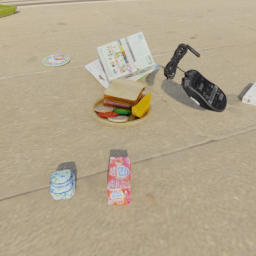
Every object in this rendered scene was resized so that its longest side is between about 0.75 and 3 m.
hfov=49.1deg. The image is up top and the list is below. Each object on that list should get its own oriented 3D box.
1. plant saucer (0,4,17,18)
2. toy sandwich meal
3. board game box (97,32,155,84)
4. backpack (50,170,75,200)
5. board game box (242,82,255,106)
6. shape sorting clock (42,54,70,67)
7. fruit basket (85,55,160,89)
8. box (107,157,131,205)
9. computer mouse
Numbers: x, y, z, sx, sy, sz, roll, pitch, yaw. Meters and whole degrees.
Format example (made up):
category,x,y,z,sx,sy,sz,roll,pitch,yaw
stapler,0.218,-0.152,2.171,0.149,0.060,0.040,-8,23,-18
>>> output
category,x,y,z,sx,sy,sz,roll,pitch,yaw
plant saucer,-12.244,-10.716,25.803,2.995,0.718,3.000,16,38,22
toy sandwich meal,-0.225,-1.058,11.201,2.778,0.951,2.778,2,31,-1
board game box,-0.119,-3.135,12.605,2.178,1.607,0.700,-21,-2,-7
backpack,-1.836,1.565,7.777,0.708,0.568,0.774,-8,39,-5
board game box,6.009,-1.480,12.484,1.194,0.327,1.892,23,40,30
shape sorting clock,-4.146,-3.926,16.125,1.578,0.310,1.578,0,34,0
fruit basket,-0.313,-3.011,14.066,2.871,1.346,2.659,-36,56,-13
box,-0.228,1.460,7.851,0.622,0.649,1.303,0,33,1
computer mouse,2.542,-1.817,10.352,2.779,0.640,1.951,32,61,-14
